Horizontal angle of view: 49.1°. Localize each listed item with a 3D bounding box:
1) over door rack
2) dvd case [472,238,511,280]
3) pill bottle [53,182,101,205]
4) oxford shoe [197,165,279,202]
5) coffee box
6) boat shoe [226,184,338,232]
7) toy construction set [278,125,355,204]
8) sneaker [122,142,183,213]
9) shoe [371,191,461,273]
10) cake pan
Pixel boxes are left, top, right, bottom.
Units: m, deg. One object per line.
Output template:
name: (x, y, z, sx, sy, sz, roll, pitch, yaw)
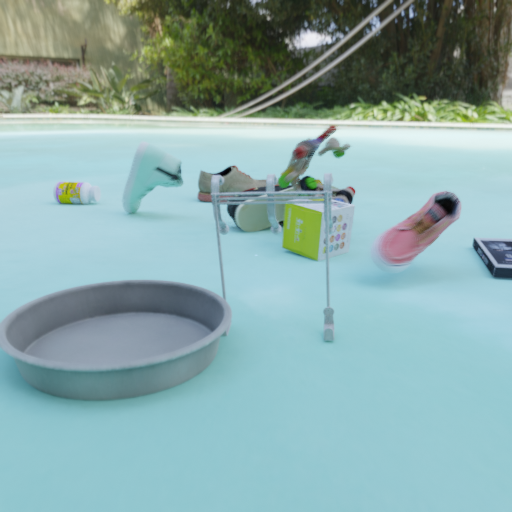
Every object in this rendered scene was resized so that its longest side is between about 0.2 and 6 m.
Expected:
over door rack: (0.205, -0.009, 6.468, 1.389, 1.880, 0.626, 0, 13, 9)
dvd case: (4.487, 0.037, 9.265, 1.430, 0.235, 1.903, 3, 16, 11)
pill bottle: (-4.606, -1.617, 14.444, 1.092, 0.569, 0.569, 2, 16, 7)
oxford shoe: (-0.401, -1.984, 15.102, 2.427, 0.908, 0.855, -8, 18, -26)
coffee box: (1.074, -0.506, 9.855, 0.878, 0.887, 0.888, -15, 26, -41)
boat shoe: (0.658, -1.128, 11.993, 2.615, 0.957, 0.819, -11, 26, -20)
toy construction set: (1.001, -1.498, 10.927, 1.550, 1.858, 1.428, 32, -37, -21)
sneaker: (-2.336, -1.556, 12.805, 1.159, 1.965, 0.723, 22, 42, -6)
shoe: (2.415, -0.409, 8.369, 0.629, 0.801, 1.761, 47, 48, 14)
cake pan: (-1.472, 0.834, 6.071, 2.428, 0.445, 2.428, 0, 16, 0)
